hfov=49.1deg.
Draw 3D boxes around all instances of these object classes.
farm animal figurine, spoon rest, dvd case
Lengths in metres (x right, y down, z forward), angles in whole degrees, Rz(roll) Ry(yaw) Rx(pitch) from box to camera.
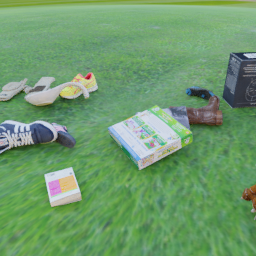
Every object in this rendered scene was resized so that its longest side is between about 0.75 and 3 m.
[{"bbox_3d":[3.831,1.815,7.071,1.879,1.170,2.327,39,41,21],"label":"farm animal figurine"},{"bbox_3d":[-3.228,-1.581,12.791,2.775,0.841,1.379,-10,0,-20],"label":"spoon rest"},{"bbox_3d":[1.277,-0.222,10.695,2.003,0.160,1.489,-8,41,9],"label":"dvd case"}]

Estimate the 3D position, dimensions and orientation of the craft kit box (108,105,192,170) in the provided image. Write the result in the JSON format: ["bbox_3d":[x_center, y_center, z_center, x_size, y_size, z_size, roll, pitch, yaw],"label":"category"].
[{"bbox_3d":[0.721,0.227,9.771,2.146,0.527,2.173,-27,41,-15],"label":"craft kit box"}]

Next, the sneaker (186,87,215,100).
[{"bbox_3d":[3.571,-1.782,13.640,1.428,0.523,0.585,21,36,31],"label":"sneaker"}]

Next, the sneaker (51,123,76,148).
[{"bbox_3d":[-2.384,0.180,10.220,1.685,0.591,0.691,22,40,31],"label":"sneaker"}]

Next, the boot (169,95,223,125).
[{"bbox_3d":[2.689,-0.805,11.872,2.318,0.745,2.161,0,29,9],"label":"boot"}]

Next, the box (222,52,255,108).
[{"bbox_3d":[5.420,-2.167,12.569,1.673,2.254,1.207,-3,30,-5],"label":"box"}]

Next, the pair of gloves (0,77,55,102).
[{"bbox_3d":[-5.019,-1.887,13.922,2.497,0.438,2.123,-3,35,5],"label":"pair of gloves"}]

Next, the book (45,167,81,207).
[{"bbox_3d":[-1.890,1.652,8.030,0.838,0.301,1.255,-12,32,-16],"label":"book"}]

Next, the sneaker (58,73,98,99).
[{"bbox_3d":[-2.528,-2.146,13.785,0.874,1.010,2.236,28,42,36],"label":"sneaker"}]

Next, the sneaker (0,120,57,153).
[{"bbox_3d":[-3.743,0.337,9.657,2.433,0.853,1.320,4,25,20],"label":"sneaker"}]
